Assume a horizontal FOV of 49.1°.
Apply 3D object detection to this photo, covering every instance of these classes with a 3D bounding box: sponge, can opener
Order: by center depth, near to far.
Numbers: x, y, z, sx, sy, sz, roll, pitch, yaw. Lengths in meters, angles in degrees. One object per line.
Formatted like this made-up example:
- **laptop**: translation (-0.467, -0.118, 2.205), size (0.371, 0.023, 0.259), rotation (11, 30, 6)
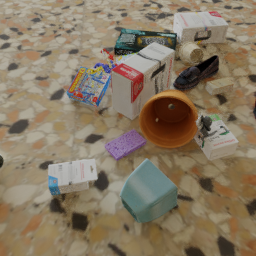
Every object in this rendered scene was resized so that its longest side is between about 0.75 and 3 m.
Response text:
- **can opener**: translation (2.405, -0.039, 8.745), size (0.466, 1.403, 0.369), rotation (28, 85, 27)
- **sponge**: translation (-0.079, 0.565, 9.758), size (1.306, 0.195, 0.728), rotation (-29, 54, -24)

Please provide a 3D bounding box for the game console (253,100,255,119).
- **game console**: translation (5.948, -0.765, 10.250), size (2.212, 1.313, 1.907), rotation (1, 46, 2)

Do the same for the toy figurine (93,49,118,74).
- **toy figurine**: translation (-0.916, -2.251, 12.165), size (1.220, 1.074, 2.036), rotation (-35, 72, 20)

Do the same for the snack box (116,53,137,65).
- **snack box**: translation (0.233, -2.949, 12.903), size (1.299, 0.440, 1.095), rotation (-14, 49, -16)

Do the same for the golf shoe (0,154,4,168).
- **golf shoe**: translation (-5.202, 0.633, 9.171), size (2.689, 1.038, 1.184), rotation (10, 41, 9)

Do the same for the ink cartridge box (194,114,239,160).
- **ink cartridge box**: translation (2.962, 0.298, 9.729), size (1.052, 0.607, 1.440), rotation (-15, 48, -14)

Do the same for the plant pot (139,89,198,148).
- **plant pot**: translation (1.467, -0.488, 9.725), size (1.958, 1.958, 1.370), rotation (10, 32, 10)

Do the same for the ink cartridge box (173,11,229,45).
- **ink cartridge box**: translation (3.739, -5.254, 14.673), size (2.386, 1.021, 1.761), rotation (-6, 47, -4)

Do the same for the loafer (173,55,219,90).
- **loafer**: translation (2.992, -2.481, 12.209), size (2.553, 0.804, 0.918), rotation (-28, 52, -24)

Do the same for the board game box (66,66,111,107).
- **board game box**: translation (-1.580, -1.711, 11.448), size (1.384, 0.395, 1.413), rotation (18, 70, 16)

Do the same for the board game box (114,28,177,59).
- **board game box**: translation (0.952, -4.274, 14.172), size (2.977, 0.419, 2.013), rotation (8, 47, 8)

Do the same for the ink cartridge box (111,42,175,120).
- **ink cartridge box**: translation (0.607, -1.864, 10.881), size (1.092, 1.882, 2.608), rotation (31, 54, 26)

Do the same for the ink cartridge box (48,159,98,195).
- **ink cartridge box**: translation (-1.683, 1.505, 8.672), size (1.455, 0.485, 0.843), rotation (-7, 47, -7)

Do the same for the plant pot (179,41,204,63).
- **plant pot**: translation (2.950, -3.376, 12.755), size (0.997, 0.997, 0.913), rotation (-8, 27, -8)

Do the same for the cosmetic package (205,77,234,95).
- **cosmetic package**: translation (3.869, -1.766, 11.844), size (1.014, 0.370, 0.525), rotation (-15, 48, -15)

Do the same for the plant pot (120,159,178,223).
- **plant pot**: translation (0.504, 1.905, 7.862), size (1.269, 1.245, 1.242), rotation (-36, 56, -18)
